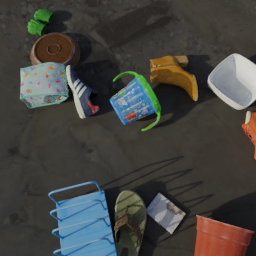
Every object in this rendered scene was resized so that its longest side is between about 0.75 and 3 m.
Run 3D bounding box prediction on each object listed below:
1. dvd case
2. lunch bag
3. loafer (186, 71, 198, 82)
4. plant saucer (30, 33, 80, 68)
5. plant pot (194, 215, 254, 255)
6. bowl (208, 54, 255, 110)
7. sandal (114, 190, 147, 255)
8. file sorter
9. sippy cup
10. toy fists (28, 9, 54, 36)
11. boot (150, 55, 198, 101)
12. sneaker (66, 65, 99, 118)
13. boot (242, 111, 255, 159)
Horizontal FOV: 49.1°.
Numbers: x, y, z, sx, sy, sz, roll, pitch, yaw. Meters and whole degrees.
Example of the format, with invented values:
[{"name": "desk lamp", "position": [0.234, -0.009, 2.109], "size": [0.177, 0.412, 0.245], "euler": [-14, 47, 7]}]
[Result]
[{"name": "dvd case", "position": [1.369, 3.093, 10.303], "size": [1.288, 0.113, 0.919], "euler": [37, 73, 14]}, {"name": "lunch bag", "position": [-3.425, -1.808, 11.719], "size": [1.872, 1.141, 1.594], "euler": [-10, 68, 2]}, {"name": "loafer", "position": [2.758, -2.248, 12.350], "size": [0.751, 0.268, 0.274], "euler": [37, 73, 14]}, {"name": "plant saucer", "position": [-3.352, -3.502, 12.796], "size": [2.304, 0.397, 2.304], "euler": [0, 69, 0]}, {"name": "plant pot", "position": [2.970, 4.008, 9.134], "size": [1.864, 1.864, 1.813], "euler": [15, 77, 6]}, {"name": "bowl", "position": [4.607, -1.890, 11.932], "size": [2.110, 0.789, 2.113], "euler": [-42, 75, -15]}, {"name": "sandal", "position": [0.016, 3.632, 9.681], "size": [1.170, 0.841, 2.947], "euler": [5, 69, 4]}, {"name": "file sorter", "position": [-1.524, 3.322, 9.201], "size": [1.809, 1.599, 2.607], "euler": [-14, 61, -3]}, {"name": "sippy cup", "position": [0.222, -1.019, 11.216], "size": [1.612, 1.727, 2.200], "euler": [-30, 58, 0]}, {"name": "toy fists", "position": [-4.188, -5.036, 13.343], "size": [0.781, 0.527, 1.532], "euler": [21, 68, 1]}, {"name": "boot", "position": [1.893, -2.064, 12.024], "size": [1.761, 0.865, 2.460], "euler": [-11, 63, -1]}, {"name": "sneaker", "position": [-1.876, -1.621, 11.808], "size": [1.018, 0.903, 2.409], "euler": [-19, 79, -7]}, {"name": "boot", "position": [5.085, 0.320, 11.114], "size": [1.193, 0.835, 2.226], "euler": [13, 65, 14]}]
